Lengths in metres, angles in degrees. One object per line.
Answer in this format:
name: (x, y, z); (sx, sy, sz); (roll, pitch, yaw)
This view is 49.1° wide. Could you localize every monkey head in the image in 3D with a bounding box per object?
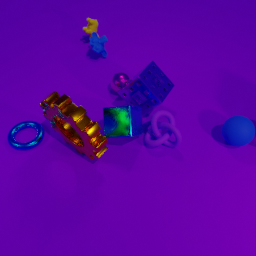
monkey head: (-1.042, -3.156, 10.428); (0.749, 1.040, 0.627); (-26, 8, 19)

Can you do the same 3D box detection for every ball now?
ball: (-0.229, -1.500, 9.313); (0.712, 0.712, 0.712); (0, 49, 0)
ball: (3.085, 0.084, 7.849); (0.865, 0.865, 0.865); (0, 49, 0)

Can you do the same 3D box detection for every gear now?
gear: (-1.384, -0.023, 7.153); (2.000, 2.000, 0.370); (31, 63, 24)

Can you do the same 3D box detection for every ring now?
ring: (-2.975, 0.201, 8.183); (1.057, 0.211, 1.057); (0, 49, 0)

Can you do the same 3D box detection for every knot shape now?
knot shape: (0.915, 0.139, 7.925); (1.042, 0.514, 1.113); (-31, 77, 17)

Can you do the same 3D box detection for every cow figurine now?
cow figurine: (-1.370, -3.890, 11.187); (0.862, 0.876, 0.481); (1, 36, -47)

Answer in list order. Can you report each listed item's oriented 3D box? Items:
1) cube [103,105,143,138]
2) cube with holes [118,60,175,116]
cube: (-0.131, -0.179, 7.766); (0.822, 0.822, 0.822); (-2, 2, 25)
cube with holes: (0.562, -1.171, 8.470); (1.019, 1.019, 1.019); (47, 48, -9)
